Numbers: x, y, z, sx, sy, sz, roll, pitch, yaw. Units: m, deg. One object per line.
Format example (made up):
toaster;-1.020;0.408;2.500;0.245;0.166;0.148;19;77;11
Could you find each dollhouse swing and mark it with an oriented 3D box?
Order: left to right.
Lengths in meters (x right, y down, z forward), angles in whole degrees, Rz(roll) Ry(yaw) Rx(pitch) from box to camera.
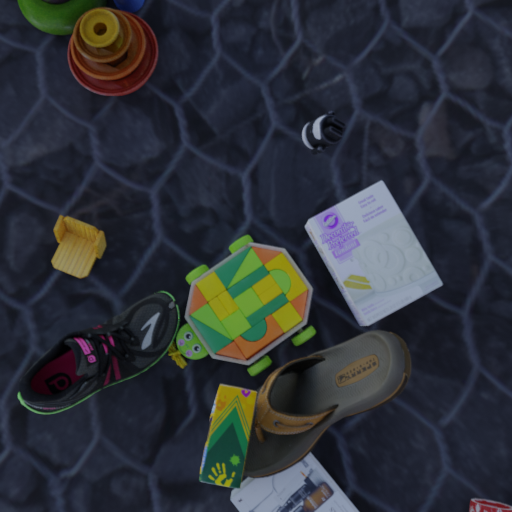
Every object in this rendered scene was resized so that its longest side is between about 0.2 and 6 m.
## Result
dollhouse swing;-2.992;-0.125;9.211;0.775;0.704;0.681;22;62;2

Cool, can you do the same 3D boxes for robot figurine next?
robot figurine;1.129;-2.056;9.353;0.618;0.823;0.513;-35;104;-26

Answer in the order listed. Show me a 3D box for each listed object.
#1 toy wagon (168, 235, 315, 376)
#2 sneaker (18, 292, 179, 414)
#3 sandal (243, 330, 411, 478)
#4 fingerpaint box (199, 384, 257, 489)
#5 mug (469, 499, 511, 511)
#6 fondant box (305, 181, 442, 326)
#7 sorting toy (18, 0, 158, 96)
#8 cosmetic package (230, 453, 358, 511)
toy wagon;-0.337;0.963;9.118;2.544;0.503;1.974;-34;84;-4
sneaker;-2.348;1.518;8.606;2.754;1.154;1.057;-35;80;-13
sandal;0.688;2.107;8.134;3.335;0.910;1.363;-36;49;28
fingerpaint box;-0.435;2.606;7.993;0.555;1.514;1.263;12;68;-2
mug;3.648;4.441;8.670;0.785;1.044;1.176;-1;76;36
fondant box;1.896;-0.024;9.212;1.417;0.572;1.963;-28;83;-3
sorting toy;-2.829;-4.269;9.371;1.931;1.319;3.213;-39;84;-4
cosmetic package;0.705;4.020;8.753;1.387;0.475;1.840;-40;84;-2
